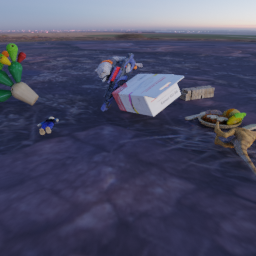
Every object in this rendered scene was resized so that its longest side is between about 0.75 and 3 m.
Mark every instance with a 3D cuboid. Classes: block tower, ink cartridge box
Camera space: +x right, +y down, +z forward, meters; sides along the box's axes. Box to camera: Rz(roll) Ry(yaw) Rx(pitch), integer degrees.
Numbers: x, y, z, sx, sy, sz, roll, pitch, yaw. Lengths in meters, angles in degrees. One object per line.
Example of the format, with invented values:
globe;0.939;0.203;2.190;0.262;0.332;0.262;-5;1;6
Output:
block tower;2.737;-1.376;10.955;1.434;0.387;0.415;-11;26;-26
ink cartridge box;0.631;-0.990;8.158;1.214;0.703;2.084;-38;28;-22

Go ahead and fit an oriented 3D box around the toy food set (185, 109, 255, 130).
toy food set;2.677;-0.327;8.109;1.293;0.376;1.874;-14;23;-37

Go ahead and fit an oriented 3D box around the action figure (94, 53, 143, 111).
action figure;-0.449;-1.618;9.373;1.083;2.071;2.004;39;14;25

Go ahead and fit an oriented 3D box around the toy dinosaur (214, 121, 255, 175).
toy dinosaur;2.500;0.287;6.231;1.161;0.660;2.187;12;24;27

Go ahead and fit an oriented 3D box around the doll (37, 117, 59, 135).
doll;-2.065;-0.099;7.222;0.563;0.200;0.825;-13;24;5

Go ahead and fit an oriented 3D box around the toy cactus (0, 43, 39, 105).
toy cactus;-4.086;-1.554;9.613;2.136;2.589;1.324;36;14;-10
